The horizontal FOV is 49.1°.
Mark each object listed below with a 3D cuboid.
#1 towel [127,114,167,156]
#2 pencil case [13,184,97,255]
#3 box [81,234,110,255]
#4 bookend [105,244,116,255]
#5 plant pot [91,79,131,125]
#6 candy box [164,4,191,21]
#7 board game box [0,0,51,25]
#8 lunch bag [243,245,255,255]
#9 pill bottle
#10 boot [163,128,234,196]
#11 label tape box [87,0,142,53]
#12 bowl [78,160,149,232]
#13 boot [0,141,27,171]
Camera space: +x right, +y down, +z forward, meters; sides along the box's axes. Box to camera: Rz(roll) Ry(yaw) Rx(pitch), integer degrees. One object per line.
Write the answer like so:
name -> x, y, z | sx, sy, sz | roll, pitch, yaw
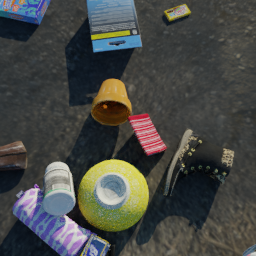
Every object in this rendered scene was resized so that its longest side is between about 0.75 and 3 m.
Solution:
towel -> 0.756, 0.218, 10.913 | 1.233, 0.192, 1.705 | -9, 65, -46
pencil case -> -2.594, 3.268, 9.659 | 2.913, 1.222, 1.245 | 37, 57, 11
box -> -1.278, 4.373, 8.771 | 0.601, 0.654, 1.868 | 21, 65, 18
bookend -> -1.242, 4.650, 9.359 | 1.527, 0.708, 1.537 | 6, 69, 2
plant pot -> -0.637, -1.127, 11.210 | 1.560, 1.560, 1.428 | 1, 54, 0
candy box -> 2.388, -5.568, 13.512 | 1.144, 0.151, 0.585 | -22, 73, -8
board game box -> -5.031, -5.947, 13.475 | 2.133, 0.480, 1.622 | 13, 70, 5
lunch bag -> 4.312, 5.047, 8.819 | 2.356, 1.498, 1.998 | -45, 74, -5
pill bottle -> -2.410, 2.029, 9.690 | 1.034, 1.034, 1.829 | -17, 29, -6
boot -> 2.600, 1.531, 10.388 | 2.079, 1.010, 2.761 | 23, 63, 10
label tape box -> -0.635, -4.498, 12.676 | 2.148, 0.943, 2.978 | -8, 70, -3
bowl -> -0.545, 2.276, 9.880 | 2.643, 1.422, 2.643 | 0, 70, 0
boot -> -5.059, 0.731, 10.809 | 2.313, 0.743, 2.156 | -14, 83, -2
